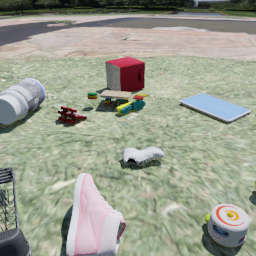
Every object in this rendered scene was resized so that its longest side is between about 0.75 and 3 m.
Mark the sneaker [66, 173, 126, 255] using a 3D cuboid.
[{"bbox_3d":[-0.605,1.812,5.931,1.119,0.805,2.140,-4,34,0],"label":"sneaker"}]

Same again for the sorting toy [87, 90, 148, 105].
[{"bbox_3d":[-0.424,-1.278,12.066,2.509,0.424,1.209,5,17,4],"label":"sorting toy"}]

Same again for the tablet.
[{"bbox_3d":[3.613,-0.896,11.772,1.639,0.172,2.518,-20,35,-34],"label":"tablet"}]

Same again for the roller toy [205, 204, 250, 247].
[{"bbox_3d":[2.098,1.992,5.824,0.846,0.591,0.772,0,28,0],"label":"roller toy"}]

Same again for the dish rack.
[{"bbox_3d":[-3.352,1.879,5.928,2.209,0.785,2.879,-10,27,-21],"label":"dish rack"}]

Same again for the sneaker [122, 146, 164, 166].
[{"bbox_3d":[0.444,0.879,8.223,1.254,0.467,0.546,-5,39,5],"label":"sneaker"}]

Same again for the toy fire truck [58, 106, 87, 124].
[{"bbox_3d":[-2.164,-0.504,10.762,0.978,0.548,0.821,16,7,26],"label":"toy fire truck"}]

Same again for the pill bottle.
[{"bbox_3d":[-4.240,-1.056,10.924,1.233,1.233,2.168,6,28,11],"label":"pill bottle"}]

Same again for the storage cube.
[{"bbox_3d":[-0.155,-2.596,13.735,1.438,1.368,1.600,-19,34,-30],"label":"storage cube"}]

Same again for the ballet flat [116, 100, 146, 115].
[{"bbox_3d":[0.094,-0.909,11.520,1.374,0.459,0.461,-23,32,-34],"label":"ballet flat"}]
